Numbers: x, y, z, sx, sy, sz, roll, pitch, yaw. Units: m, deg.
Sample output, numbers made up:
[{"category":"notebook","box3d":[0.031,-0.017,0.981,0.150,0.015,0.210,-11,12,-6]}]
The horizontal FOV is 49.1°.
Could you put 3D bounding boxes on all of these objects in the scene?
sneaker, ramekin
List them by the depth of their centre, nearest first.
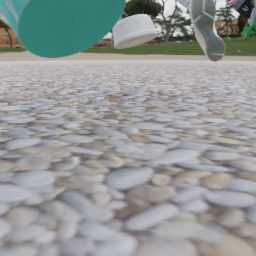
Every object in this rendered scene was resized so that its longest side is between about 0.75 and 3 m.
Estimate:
[{"category":"sneaker","box3d":[2.670,-3.616,9.992,0.902,2.564,1.027,-25,31,2]},{"category":"ramekin","box3d":[0.201,-3.484,10.119,1.657,0.771,1.657,-15,6,2]}]

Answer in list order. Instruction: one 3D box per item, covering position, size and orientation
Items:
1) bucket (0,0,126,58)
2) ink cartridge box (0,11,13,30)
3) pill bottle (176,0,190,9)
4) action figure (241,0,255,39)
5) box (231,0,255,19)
[{"category":"bucket","box3d":[-1.437,-2.873,5.739,2.743,1.784,2.743,-28,-12,-7]},{"category":"ink cartridge box","box3d":[-3.560,-3.357,7.926,1.186,0.445,0.977,36,11,-36]},{"category":"pill bottle","box3d":[1.947,-4.624,9.856,0.499,0.499,0.917,-13,52,-38]},{"category":"action figure","box3d":[3.083,-2.850,6.004,1.203,2.037,0.557,-22,57,-41]},{"category":"box","box3d":[3.140,-3.005,6.901,0.958,0.586,0.508,20,41,-21]}]
